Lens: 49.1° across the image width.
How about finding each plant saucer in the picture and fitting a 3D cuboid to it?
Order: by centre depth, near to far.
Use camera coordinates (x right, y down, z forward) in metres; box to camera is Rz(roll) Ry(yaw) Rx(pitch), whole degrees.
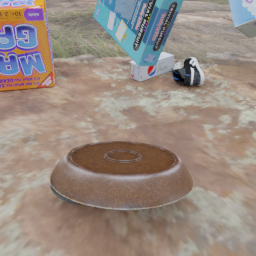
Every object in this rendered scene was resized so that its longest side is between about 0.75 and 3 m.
[{"bbox_3d":[-0.095,0.658,4.918,2.472,0.426,2.472,2,13,0],"label":"plant saucer"}]

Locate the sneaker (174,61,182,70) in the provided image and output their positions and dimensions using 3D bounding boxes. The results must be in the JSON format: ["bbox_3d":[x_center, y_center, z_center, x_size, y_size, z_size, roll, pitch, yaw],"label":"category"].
[{"bbox_3d":[1.848,-2.202,10.370,0.332,0.386,0.913,0,34,-3],"label":"sneaker"}]

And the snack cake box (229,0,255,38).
[{"bbox_3d":[2.703,-3.280,6.295,0.732,2.178,1.252,-13,-4,35],"label":"snack cake box"}]

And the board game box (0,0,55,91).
[{"bbox_3d":[-3.912,-2.902,9.470,2.487,2.489,2.488,-7,32,-11],"label":"board game box"}]

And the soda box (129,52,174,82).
[{"bbox_3d":[0.879,-2.265,10.244,1.800,0.613,0.573,-25,40,-35],"label":"soda box"}]

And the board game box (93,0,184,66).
[{"bbox_3d":[0.135,-2.835,6.423,0.558,1.797,2.380,-9,48,-35],"label":"board game box"}]

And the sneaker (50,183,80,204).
[{"bbox_3d":[-0.440,0.886,4.942,1.909,0.782,0.699,2,31,4],"label":"sneaker"}]

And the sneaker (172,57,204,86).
[{"bbox_3d":[1.971,-2.037,9.805,0.949,0.620,1.696,-1,35,-7],"label":"sneaker"}]
